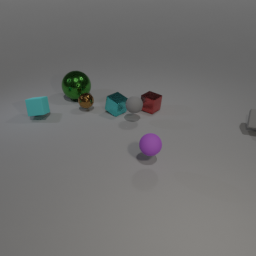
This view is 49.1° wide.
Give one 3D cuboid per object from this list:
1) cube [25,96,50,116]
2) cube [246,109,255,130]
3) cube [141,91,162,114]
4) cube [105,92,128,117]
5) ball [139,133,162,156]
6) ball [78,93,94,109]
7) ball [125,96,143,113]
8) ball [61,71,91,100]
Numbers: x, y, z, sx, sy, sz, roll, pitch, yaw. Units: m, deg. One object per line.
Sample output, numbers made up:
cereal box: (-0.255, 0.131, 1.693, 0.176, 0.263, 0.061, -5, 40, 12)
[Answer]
cube: (-3.778, -0.918, 11.740, 0.700, 0.700, 0.700, -5, 12, 7)
cube: (4.897, -0.297, 10.495, 0.700, 0.700, 0.700, 11, 0, 19)
cube: (1.014, -1.137, 12.416, 0.700, 0.700, 0.700, 25, 36, 28)
cube: (-0.492, -1.036, 12.161, 0.700, 0.700, 0.700, 36, 43, 27)
ball: (0.691, 0.508, 8.585, 0.700, 0.700, 0.700, 0, 29, 0)
ball: (-1.855, -1.210, 12.375, 0.700, 0.700, 0.700, 0, 29, 0)
ball: (0.249, -0.933, 11.241, 0.700, 0.700, 0.700, 0, 29, 0)
ball: (-2.472, -2.039, 13.430, 1.400, 1.400, 1.400, 0, 29, 0)
